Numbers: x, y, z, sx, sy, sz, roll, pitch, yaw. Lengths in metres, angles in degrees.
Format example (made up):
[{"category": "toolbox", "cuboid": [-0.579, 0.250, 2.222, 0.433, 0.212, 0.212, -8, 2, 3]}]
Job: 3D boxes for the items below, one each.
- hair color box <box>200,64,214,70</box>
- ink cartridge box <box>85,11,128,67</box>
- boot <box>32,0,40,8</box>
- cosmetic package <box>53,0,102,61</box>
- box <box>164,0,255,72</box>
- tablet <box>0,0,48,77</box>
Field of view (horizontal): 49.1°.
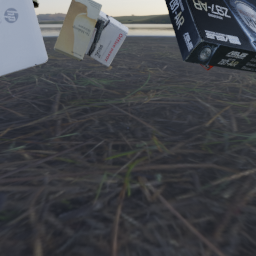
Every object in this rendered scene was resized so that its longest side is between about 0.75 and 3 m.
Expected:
[{"category": "hair color box", "cuboid": [2.747, -2.342, 8.307, 0.397, 1.296, 0.658, 35, 57, -14]}, {"category": "ink cartridge box", "cuboid": [-1.325, -3.784, 11.209, 2.269, 1.641, 0.956, 28, 27, -14]}, {"category": "boot", "cuboid": [-2.814, -3.908, 8.404, 0.347, 0.745, 0.963, -28, -10, 22]}, {"category": "cosmetic package", "cuboid": [-1.770, -3.512, 9.841, 1.072, 2.038, 0.724, 19, 3, -19]}, {"category": "box", "cuboid": [2.392, -2.503, 6.618, 2.986, 0.650, 2.392, 2, 62, -24]}, {"category": "tablet", "cuboid": [-2.950, -2.541, 6.588, 1.629, 2.504, 0.171, -15, 2, 6]}]
